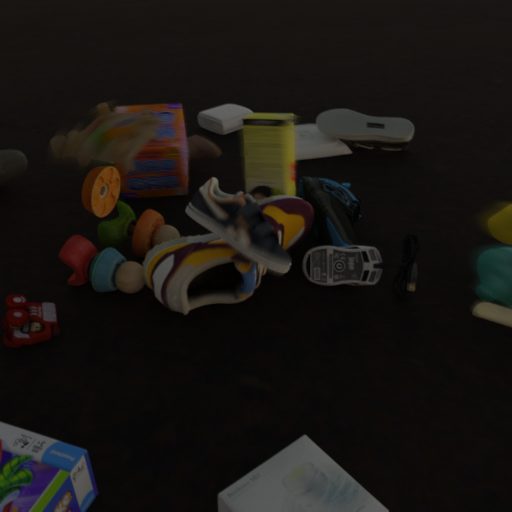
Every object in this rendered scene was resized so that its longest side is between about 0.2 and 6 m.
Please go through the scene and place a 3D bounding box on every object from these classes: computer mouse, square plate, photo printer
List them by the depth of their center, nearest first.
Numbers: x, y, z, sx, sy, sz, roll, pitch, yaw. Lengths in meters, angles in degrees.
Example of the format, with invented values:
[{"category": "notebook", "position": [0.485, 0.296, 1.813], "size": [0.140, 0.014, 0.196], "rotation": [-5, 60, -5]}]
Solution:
[{"category": "computer mouse", "position": [1.774, 0.140, 9.569], "size": [1.942, 1.065, 0.426], "rotation": [2, 4, 16]}, {"category": "square plate", "position": [1.246, -3.148, 15.182], "size": [2.084, 0.299, 2.103], "rotation": [-9, 34, -13]}, {"category": "photo printer", "position": [-0.821, -4.028, 16.370], "size": [1.402, 0.487, 1.167], "rotation": [-27, 41, -35]}]

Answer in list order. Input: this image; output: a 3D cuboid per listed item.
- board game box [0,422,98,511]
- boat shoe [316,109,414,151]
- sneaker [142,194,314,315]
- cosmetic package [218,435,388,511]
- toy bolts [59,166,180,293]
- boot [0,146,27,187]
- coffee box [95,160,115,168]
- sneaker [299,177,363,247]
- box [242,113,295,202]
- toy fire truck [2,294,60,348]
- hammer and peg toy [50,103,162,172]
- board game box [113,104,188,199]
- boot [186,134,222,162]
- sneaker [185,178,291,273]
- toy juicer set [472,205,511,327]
[{"category": "board game box", "position": [-3.760, 2.623, 5.659], "size": [3.439, 0.770, 2.312], "rotation": [11, 34, 16]}, {"category": "boat shoe", "position": [2.827, -3.212, 14.821], "size": [2.546, 0.811, 0.900], "rotation": [11, 62, 7]}, {"category": "sneaker", "position": [-0.147, 0.046, 9.345], "size": [3.301, 1.237, 1.487], "rotation": [-27, 36, -22]}, {"category": "cosmetic package", "position": [0.443, 2.676, 5.614], "size": [1.204, 0.742, 1.208], "rotation": [-23, 38, -32]}, {"category": "toy bolts", "position": [-2.263, -0.332, 9.593], "size": [1.395, 1.921, 2.011], "rotation": [16, 53, 13]}, {"category": "boot", "position": [-6.011, -1.343, 11.983], "size": [2.689, 0.910, 1.756], "rotation": [-26, 46, -24]}, {"category": "coffee box", "position": [-3.348, -2.470, 14.120], "size": [0.776, 0.278, 1.262], "rotation": [18, 36, 25]}, {"category": "sneaker", "position": [1.612, -0.884, 10.942], "size": [1.141, 1.020, 2.786], "rotation": [-4, 33, -6]}, {"category": "box", "position": [0.270, -1.472, 10.556], "size": [0.873, 2.319, 0.581], "rotation": [6, 24, 21]}, {"category": "toy fire truck", "position": [-3.415, 1.002, 8.530], "size": [0.782, 0.522, 0.931], "rotation": [5, 29, -28]}, {"category": "hammer and peg toy", "position": [-2.891, -2.314, 10.552], "size": [1.946, 0.686, 1.432], "rotation": [11, 48, 21]}, {"category": "board game box", "position": [-2.291, -2.303, 12.354], "size": [1.442, 1.442, 1.443], "rotation": [-3, 54, -3]}, {"category": "boot", "position": [-1.943, -2.384, 13.584], "size": [1.906, 0.670, 1.394], "rotation": [20, 50, 41]}, {"category": "sneaker", "position": [-0.158, -0.480, 8.357], "size": [1.821, 0.723, 0.714], "rotation": [34, 13, 6]}, {"category": "toy juicer set", "position": [4.376, 0.513, 9.027], "size": [1.771, 0.758, 2.785], "rotation": [33, 51, 2]}]
